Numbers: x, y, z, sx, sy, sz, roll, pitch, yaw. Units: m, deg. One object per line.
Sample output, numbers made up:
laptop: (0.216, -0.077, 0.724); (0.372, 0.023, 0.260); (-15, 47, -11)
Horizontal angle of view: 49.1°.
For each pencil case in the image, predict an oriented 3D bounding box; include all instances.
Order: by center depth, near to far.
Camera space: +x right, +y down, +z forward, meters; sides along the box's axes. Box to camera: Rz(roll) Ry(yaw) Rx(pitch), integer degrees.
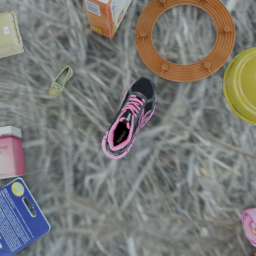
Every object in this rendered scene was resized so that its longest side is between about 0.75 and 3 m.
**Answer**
pencil case: (4.217, 2.290, 7.106); (2.473, 1.081, 1.081); (-14, 83, -4)

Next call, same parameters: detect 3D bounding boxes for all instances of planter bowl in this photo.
planter bowl: (3.920, -1.266, 7.595); (2.380, 0.991, 2.380); (0, 82, 0)

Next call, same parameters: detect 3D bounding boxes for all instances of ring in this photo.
ring: (1.611, -2.713, 7.993); (2.849, 0.273, 2.849); (-1, 82, 7)

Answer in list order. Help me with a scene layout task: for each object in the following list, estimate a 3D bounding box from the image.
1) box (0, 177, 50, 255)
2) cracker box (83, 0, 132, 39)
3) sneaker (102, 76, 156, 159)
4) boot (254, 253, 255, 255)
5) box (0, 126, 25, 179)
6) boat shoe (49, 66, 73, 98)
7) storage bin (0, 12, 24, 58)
box: (-3.528, 2.693, 7.349); (2.754, 0.446, 1.668); (-33, 84, -3)
cracker box: (-0.226, -4.040, 7.544); (0.765, 1.777, 2.653); (26, 83, 4)
sneaker: (0.089, -0.331, 7.392); (0.969, 1.170, 2.454); (24, 82, 5)
boot: (3.773, 3.328, 7.417); (0.880, 0.301, 0.828); (-2, 90, 7)
box: (-3.330, 0.676, 7.471); (0.846, 0.721, 1.323); (-9, 83, -1)
boat shoe: (-1.922, -1.318, 7.936); (0.362, 0.312, 0.992); (37, 84, 4)
storage bin: (-3.605, -2.648, 8.024); (1.038, 0.490, 1.046); (-15, 82, -3)
